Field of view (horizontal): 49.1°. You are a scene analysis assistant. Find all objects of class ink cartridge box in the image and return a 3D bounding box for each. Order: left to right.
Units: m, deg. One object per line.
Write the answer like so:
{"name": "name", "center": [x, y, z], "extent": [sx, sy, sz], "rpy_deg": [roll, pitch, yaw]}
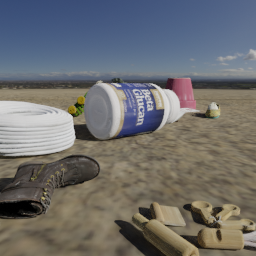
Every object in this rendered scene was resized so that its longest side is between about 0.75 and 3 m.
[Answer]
{"name": "ink cartridge box", "center": [1.570, -0.454, 10.143], "extent": [1.697, 0.484, 1.379], "rpy_deg": [1, 9, -9]}

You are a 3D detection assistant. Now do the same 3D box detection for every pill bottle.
{"name": "pill bottle", "center": [0.211, -0.517, 7.637], "extent": [2.527, 1.404, 1.404], "rpy_deg": [-8, 13, -40]}

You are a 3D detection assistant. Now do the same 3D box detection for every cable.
{"name": "cable", "center": [-2.294, -0.053, 6.187], "extent": [2.244, 0.777, 2.244], "rpy_deg": [4, 13, -11]}

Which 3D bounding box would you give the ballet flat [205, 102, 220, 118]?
{"name": "ballet flat", "center": [3.501, -0.763, 11.514], "extent": [0.602, 0.602, 1.703], "rpy_deg": [4, 11, 21]}

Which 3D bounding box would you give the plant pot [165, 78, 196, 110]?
{"name": "plant pot", "center": [2.565, -1.741, 14.216], "extent": [1.765, 1.580, 1.765], "rpy_deg": [0, 9, 0]}

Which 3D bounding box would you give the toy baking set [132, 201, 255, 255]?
{"name": "toy baking set", "center": [0.864, 0.962, 2.584], "extent": [1.287, 0.195, 1.677], "rpy_deg": [-5, 11, -27]}

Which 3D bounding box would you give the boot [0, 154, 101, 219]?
{"name": "boot", "center": [-0.965, 0.741, 3.462], "extent": [1.272, 0.441, 1.108], "rpy_deg": [-7, 14, -5]}

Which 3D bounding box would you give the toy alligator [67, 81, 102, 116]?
{"name": "toy alligator", "center": [-1.674, -1.044, 11.193], "extent": [0.492, 2.046, 0.678], "rpy_deg": [49, 11, 13]}
